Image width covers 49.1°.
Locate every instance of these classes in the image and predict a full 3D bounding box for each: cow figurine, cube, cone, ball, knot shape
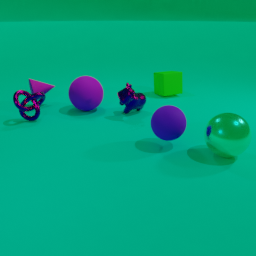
[{"bbox_3d":[0.175,-1.006,9.392,1.262,1.241,0.692,-12,67,-33],"label":"cow figurine"},{"bbox_3d":[1.665,-1.881,11.690,0.899,0.899,0.899,-10,17,-20],"label":"cube"},{"bbox_3d":[-3.089,-1.454,10.255,0.861,0.858,0.858,-15,27,-23],"label":"cone"},{"bbox_3d":[-1.475,-1.214,9.862,1.227,1.227,1.227,0,23,0],"label":"ball"},{"bbox_3d":[2.407,0.168,6.793,1.090,1.090,1.090,0,23,0],"label":"ball"},{"bbox_3d":[1.044,-0.129,7.227,0.921,0.921,0.921,0,23,0],"label":"ball"},{"bbox_3d":[-3.059,-0.809,8.913,0.982,1.050,0.485,-35,37,-19],"label":"knot shape"}]
